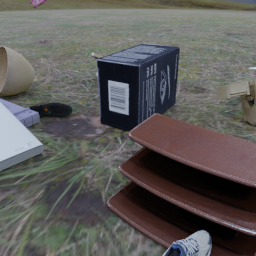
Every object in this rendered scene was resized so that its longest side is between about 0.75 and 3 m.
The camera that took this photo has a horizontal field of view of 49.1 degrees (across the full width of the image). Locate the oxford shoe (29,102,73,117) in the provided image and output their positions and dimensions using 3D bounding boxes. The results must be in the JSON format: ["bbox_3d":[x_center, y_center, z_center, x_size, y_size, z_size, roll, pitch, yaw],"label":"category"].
[{"bbox_3d":[-2.266,-0.606,8.369,1.272,0.462,0.537,3,22,2],"label":"oxford shoe"}]

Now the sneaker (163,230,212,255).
[{"bbox_3d":[0.767,1.698,3.762,1.019,0.434,0.393,-30,43,-27],"label":"sneaker"}]

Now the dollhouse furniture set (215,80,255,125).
[{"bbox_3d":[3.410,-0.731,8.355,2.212,1.230,1.957,-12,4,-13],"label":"dollhouse furniture set"}]

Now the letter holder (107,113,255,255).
[{"bbox_3d":[1.001,0.927,4.554,2.499,1.257,1.776,20,36,33],"label":"letter holder"}]

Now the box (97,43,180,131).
[{"bbox_3d":[0.384,-1.281,8.131,1.322,1.875,2.535,15,30,28],"label":"box"}]

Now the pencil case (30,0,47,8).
[{"bbox_3d":[-2.581,-3.703,7.214,0.487,1.125,0.466,-32,29,3],"label":"pencil case"}]

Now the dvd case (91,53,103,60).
[{"bbox_3d":[-0.463,-2.357,11.071,1.469,0.158,1.976,32,-1,-44],"label":"dvd case"}]

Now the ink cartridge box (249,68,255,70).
[{"bbox_3d":[5.708,-1.648,9.569,2.697,0.899,1.562,-5,15,-8],"label":"ink cartridge box"}]

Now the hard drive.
[{"bbox_3d":[-3.194,0.135,6.562,2.137,0.281,1.409,37,43,29],"label":"hard drive"}]

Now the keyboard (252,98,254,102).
[{"bbox_3d":[5.250,-0.785,8.937,2.121,0.272,1.273,-7,22,-11],"label":"keyboard"}]

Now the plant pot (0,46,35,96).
[{"bbox_3d":[-3.990,-1.898,9.847,1.131,1.685,1.685,6,17,-44],"label":"plant pot"}]

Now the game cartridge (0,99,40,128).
[{"bbox_3d":[-3.901,-0.364,7.965,2.409,0.462,1.561,19,28,32],"label":"game cartridge"}]
